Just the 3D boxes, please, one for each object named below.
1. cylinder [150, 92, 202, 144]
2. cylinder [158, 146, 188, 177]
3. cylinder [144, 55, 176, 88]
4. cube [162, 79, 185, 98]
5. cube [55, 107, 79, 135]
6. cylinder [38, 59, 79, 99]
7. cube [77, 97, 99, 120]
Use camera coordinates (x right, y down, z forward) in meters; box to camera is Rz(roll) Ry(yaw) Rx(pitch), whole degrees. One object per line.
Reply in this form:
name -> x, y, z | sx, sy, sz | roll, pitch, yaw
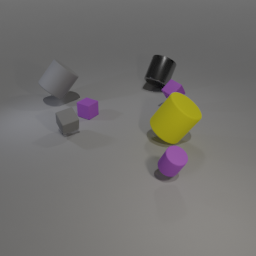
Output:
cylinder -> 1.760, -0.367, 10.435 | 1.400, 1.400, 1.400 | 25, 35, -19
cylinder -> 1.335, 1.001, 8.409 | 0.700, 0.700, 0.700 | 11, 50, -13
cylinder -> 1.781, -3.106, 15.482 | 1.400, 1.400, 1.400 | 22, -2, 1
cube -> 2.123, -1.698, 13.020 | 0.700, 0.700, 0.700 | -49, 52, -4
cube -> -2.397, -0.272, 11.094 | 0.700, 0.700, 0.700 | -22, 63, -23
cylinder -> -3.358, -2.356, 13.561 | 1.400, 1.400, 1.400 | 37, 8, -6
cube -> -1.823, -0.887, 12.730 | 0.700, 0.700, 0.700 | 19, 34, 27
